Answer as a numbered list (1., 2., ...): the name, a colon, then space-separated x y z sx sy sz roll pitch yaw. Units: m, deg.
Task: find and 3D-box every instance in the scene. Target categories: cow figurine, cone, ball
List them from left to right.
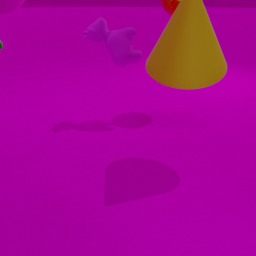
1. cow figurine: -0.445 -2.270 7.564 1.397 1.420 0.779 -15 -2 -7
2. ball: 1.458 -3.694 7.811 1.129 1.129 1.129 0 26 0
3. cone: 1.079 -1.777 4.950 1.558 1.563 1.558 -3 45 3

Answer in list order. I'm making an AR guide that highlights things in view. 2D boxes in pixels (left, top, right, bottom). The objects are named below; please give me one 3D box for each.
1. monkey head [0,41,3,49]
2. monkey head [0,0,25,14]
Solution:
1. monkey head: -2.589 -1.145 4.566 0.979 0.820 1.361 2 -6 3
2. monkey head: -2.372 -2.716 5.081 1.137 1.580 0.952 36 25 -27
